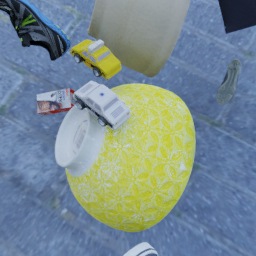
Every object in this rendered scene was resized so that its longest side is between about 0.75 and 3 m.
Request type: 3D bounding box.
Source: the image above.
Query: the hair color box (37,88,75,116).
[{"bbox_3d":[-1.777,-0.642,6.925,0.907,0.290,0.503,-10,78,14],"label":"hair color box"}]

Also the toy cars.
[{"bbox_3d":[-0.434,-0.775,4.129,0.795,0.392,1.773,-4,57,-9],"label":"toy cars"}]

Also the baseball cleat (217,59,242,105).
[{"bbox_3d":[2.490,-1.072,6.802,0.404,0.617,1.159,24,94,22],"label":"baseball cleat"}]

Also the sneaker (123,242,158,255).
[{"bbox_3d":[0.260,2.391,3.876,0.749,1.910,0.758,-24,42,-27],"label":"sneaker"}]

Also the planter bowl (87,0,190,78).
[{"bbox_3d":[0.073,-2.322,5.613,1.546,2.297,2.297,13,68,-13],"label":"planter bowl"}]

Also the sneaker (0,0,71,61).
[{"bbox_3d":[-2.152,-2.169,5.942,1.932,0.685,0.801,36,86,-22],"label":"sneaker"}]

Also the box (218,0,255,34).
[{"bbox_3d":[2.769,-3.120,5.573,1.971,1.026,1.795,-27,107,-21],"label":"box"}]

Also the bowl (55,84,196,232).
[{"bbox_3d":[-0.364,0.314,4.846,1.454,2.702,2.702,21,64,-34],"label":"bowl"}]
